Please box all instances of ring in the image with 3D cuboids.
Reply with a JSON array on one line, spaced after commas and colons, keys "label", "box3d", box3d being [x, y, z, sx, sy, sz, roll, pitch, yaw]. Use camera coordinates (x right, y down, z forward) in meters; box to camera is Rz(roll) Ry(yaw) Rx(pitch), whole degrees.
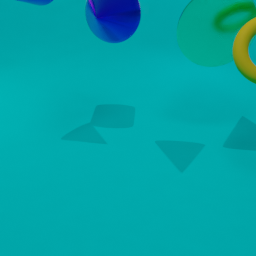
[{"label": "ring", "box3d": [2.530, -1.370, 4.938, 1.313, 1.313, 0.263, 6, -4, 8]}]

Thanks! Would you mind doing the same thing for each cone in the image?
[{"label": "cone", "box3d": [-0.428, -2.135, 5.316, 1.191, 1.191, 1.195, 6, 26, 9]}, {"label": "cone", "box3d": [1.867, -2.514, 6.419, 1.649, 1.649, 1.655, 1, 37, 2]}]

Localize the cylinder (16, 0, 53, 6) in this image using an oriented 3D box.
[{"label": "cylinder", "box3d": [-2.403, -3.632, 6.752, 1.144, 1.144, 1.144, 8, 18, 11]}]
